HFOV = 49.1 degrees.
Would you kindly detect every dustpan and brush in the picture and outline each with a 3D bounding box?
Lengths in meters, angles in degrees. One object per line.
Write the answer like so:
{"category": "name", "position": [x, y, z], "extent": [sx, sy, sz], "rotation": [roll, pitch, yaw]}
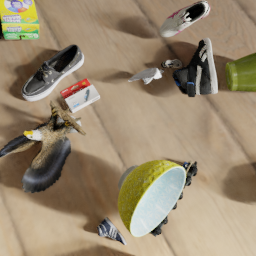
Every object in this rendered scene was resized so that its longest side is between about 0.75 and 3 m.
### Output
{"category": "dustpan and brush", "position": [0.928, -2.038, 10.737], "extent": [1.185, 0.486, 1.698], "rotation": [1, 34, 38]}

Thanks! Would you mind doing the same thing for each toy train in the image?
{"category": "toy train", "position": [1.482, 2.264, 9.449], "extent": [0.664, 0.494, 2.899], "rotation": [29, 72, 22]}

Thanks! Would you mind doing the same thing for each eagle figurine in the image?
{"category": "eagle figurine", "position": [-2.938, 0.498, 9.663], "extent": [2.786, 2.102, 2.114], "rotation": [-52, 31, 12]}

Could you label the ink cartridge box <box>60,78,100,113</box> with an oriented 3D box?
{"category": "ink cartridge box", "position": [-1.892, -1.334, 10.921], "extent": [1.237, 0.277, 1.090], "rotation": [-31, 73, -11]}

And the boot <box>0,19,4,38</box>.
{"category": "boot", "position": [-5.645, -4.302, 11.460], "extent": [0.700, 1.390, 1.859], "rotation": [14, 70, 5]}

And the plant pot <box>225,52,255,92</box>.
{"category": "plant pot", "position": [4.613, -2.069, 10.603], "extent": [1.615, 1.678, 1.678], "rotation": [-7, 69, 10]}

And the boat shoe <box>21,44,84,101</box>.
{"category": "boat shoe", "position": [-2.951, -2.227, 10.883], "extent": [2.944, 0.975, 1.029], "rotation": [-38, 73, -13]}

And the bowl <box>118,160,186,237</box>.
{"category": "bowl", "position": [0.471, 1.845, 8.341], "extent": [1.299, 2.413, 2.413], "rotation": [32, 71, 34]}

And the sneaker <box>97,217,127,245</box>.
{"category": "sneaker", "position": [-0.554, 3.456, 9.011], "extent": [0.583, 0.376, 1.074], "rotation": [-38, 67, -18]}

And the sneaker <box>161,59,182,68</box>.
{"category": "sneaker", "position": [1.730, -2.605, 11.394], "extent": [0.881, 0.493, 0.322], "rotation": [-4, 95, -34]}

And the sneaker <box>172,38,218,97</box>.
{"category": "sneaker", "position": [2.495, -2.424, 10.861], "extent": [1.588, 1.037, 2.839], "rotation": [-7, 51, 14]}

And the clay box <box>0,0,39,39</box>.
{"category": "clay box", "position": [-4.684, -4.927, 11.913], "extent": [1.473, 0.610, 2.563], "rotation": [-9, 67, -24]}

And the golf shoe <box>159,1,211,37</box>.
{"category": "golf shoe", "position": [2.116, -4.286, 10.968], "extent": [2.185, 1.006, 0.793], "rotation": [-26, 98, 29]}
